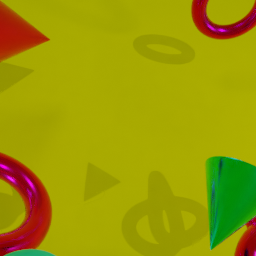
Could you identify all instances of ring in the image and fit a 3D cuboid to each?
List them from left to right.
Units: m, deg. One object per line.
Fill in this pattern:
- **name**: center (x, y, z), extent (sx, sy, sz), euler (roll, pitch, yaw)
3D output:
- **ring**: center (-2.019, 1.016, 3.971), extent (2.015, 2.015, 0.403), euler (42, 110, 12)
- **ring**: center (2.050, -2.461, 5.592), extent (1.555, 1.555, 0.311), euler (1, 52, 0)

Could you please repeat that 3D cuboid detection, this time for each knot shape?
- **knot shape**: center (1.991, 1.789, 3.909), extent (0.906, 1.961, 1.835), euler (0, 34, 24)

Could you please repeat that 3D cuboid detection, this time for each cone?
- **cone**: center (-2.137, -1.722, 5.133), extent (1.586, 1.580, 1.580), euler (-8, 67, -45)
- **cone**: center (1.040, 0.882, 2.938), extent (0.846, 0.846, 0.850), euler (30, 69, 9)

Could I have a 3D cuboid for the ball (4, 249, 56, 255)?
- **ball**: center (-0.739, 1.299, 1.978), extent (0.815, 0.815, 0.815), euler (0, 73, 0)
